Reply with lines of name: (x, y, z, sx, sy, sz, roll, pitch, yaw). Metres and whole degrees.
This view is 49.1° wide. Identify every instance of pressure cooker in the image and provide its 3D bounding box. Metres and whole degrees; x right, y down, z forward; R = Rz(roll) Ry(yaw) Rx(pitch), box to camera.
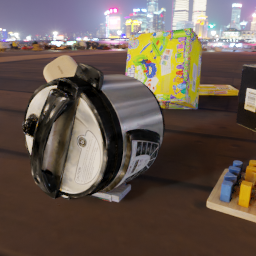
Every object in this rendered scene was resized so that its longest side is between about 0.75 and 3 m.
pressure cooker: (-0.799, 0.122, 5.781, 2.422, 2.385, 2.711, -20, -2, 36)

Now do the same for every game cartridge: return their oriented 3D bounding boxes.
game cartridge: (-0.527, 1.320, 6.085, 1.016, 0.195, 0.659, 8, 20, 23)

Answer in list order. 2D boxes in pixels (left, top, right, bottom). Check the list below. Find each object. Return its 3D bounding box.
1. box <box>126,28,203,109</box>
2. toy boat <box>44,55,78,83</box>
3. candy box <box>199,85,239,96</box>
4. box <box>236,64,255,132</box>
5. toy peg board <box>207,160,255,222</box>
box: (1.384, -2.209, 11.044, 2.589, 2.688, 1.640, 4, -4, 29)
toy boat: (-3.027, -2.316, 14.375, 1.771, 1.774, 2.714, -34, 54, -4)
candy box: (4.416, -2.109, 15.501, 2.884, 0.381, 1.474, 1, 17, 2)
box: (5.297, -1.133, 9.958, 2.204, 2.222, 1.369, -7, 20, -16)
toy peg board: (2.678, 1.119, 5.736, 1.635, 0.803, 1.642, 11, 22, 29)
